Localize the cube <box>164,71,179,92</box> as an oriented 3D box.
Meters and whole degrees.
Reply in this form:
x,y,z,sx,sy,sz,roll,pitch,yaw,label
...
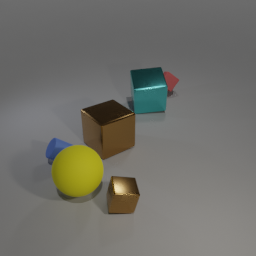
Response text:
x,y,z,sx,sy,sz,roll,pitch,yaw,label
1.941,-2.272,13.652,0.700,0.700,0.700,34,6,-13,cube

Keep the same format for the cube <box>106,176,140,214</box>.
x,y,z,sx,sy,sz,roll,pitch,yaw,label
-0.148,1.805,7.576,0.700,0.700,0.700,7,29,-15,cube

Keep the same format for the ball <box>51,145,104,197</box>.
x,y,z,sx,sy,sz,roll,pitch,yaw,label
-1.372,1.166,7.671,1.400,1.400,1.400,0,32,0,ball

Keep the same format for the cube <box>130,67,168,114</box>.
x,y,z,sx,sy,sz,roll,pitch,yaw,label
0.881,-1.643,12.264,1.400,1.400,1.400,-6,47,-3,cube

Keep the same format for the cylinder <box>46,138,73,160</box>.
x,y,z,sx,sy,sz,roll,pitch,yaw,label
-2.217,0.759,9.162,0.700,0.700,0.700,26,18,-32,cylinder

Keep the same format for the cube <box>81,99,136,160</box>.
x,y,z,sx,sy,sz,roll,pitch,yaw,label
-0.694,0.008,9.956,1.400,1.400,1.400,-21,37,-30,cube
